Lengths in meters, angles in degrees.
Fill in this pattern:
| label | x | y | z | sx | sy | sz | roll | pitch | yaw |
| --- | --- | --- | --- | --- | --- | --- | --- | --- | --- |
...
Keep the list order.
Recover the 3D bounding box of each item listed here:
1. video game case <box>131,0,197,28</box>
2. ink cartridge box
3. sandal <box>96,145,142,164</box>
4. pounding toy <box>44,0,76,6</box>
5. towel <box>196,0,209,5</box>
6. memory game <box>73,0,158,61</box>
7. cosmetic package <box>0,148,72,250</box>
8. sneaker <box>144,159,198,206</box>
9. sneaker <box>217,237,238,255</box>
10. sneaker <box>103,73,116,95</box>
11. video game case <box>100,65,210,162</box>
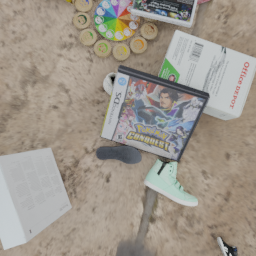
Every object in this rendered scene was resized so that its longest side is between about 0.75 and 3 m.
| label | x | y | z | sx | sy | sz | roll | pitch | yaw |
| --- | --- | --- | --- | --- | --- | --- | --- | --- | --- |
| video game case | 1.232 | -4.195 | 8.883 | 1.940 | 0.227 | 1.764 | 14 | 77 | 2 |
| ink cartridge box | 2.314 | -1.556 | 8.680 | 2.637 | 1.095 | 1.933 | 21 | 87 | 1 |
| sandal | -0.271 | 0.793 | 8.904 | 1.488 | 0.319 | 0.566 | 7 | 97 | 14 |
| pounding toy | -2.373 | -4.577 | 8.962 | 1.564 | 0.897 | 0.894 | 30 | 83 | 1 |
| towel | 1.705 | -5.189 | 9.327 | 1.802 | 0.285 | 2.502 | -17 | 85 | 1 |
| memory game | -0.359 | -3.616 | 9.199 | 2.899 | 0.185 | 2.899 | 0 | 84 | -2 |
| cosmetic package | -2.643 | 1.701 | 7.656 | 0.706 | 2.732 | 2.060 | -23 | 86 | 10 |
| sneaker | 1.508 | 1.654 | 8.687 | 1.791 | 0.659 | 1.056 | 26 | 93 | 4 |
| sneaker | 3.152 | 3.729 | 8.798 | 0.465 | 0.304 | 0.831 | -23 | 95 | -5 |
| sneaker | 0.173 | -0.987 | 8.728 | 2.205 | 0.960 | 0.821 | 28 | 86 | 0 |
| video game case | 0.688 | -0.343 | 8.331 | 2.658 | 0.339 | 2.402 | 18 | 122 | 0 |
